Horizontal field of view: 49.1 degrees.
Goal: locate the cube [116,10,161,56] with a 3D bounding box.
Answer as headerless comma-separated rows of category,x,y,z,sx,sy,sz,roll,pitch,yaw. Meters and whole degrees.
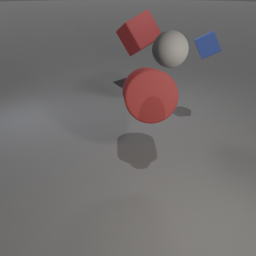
cube,0.518,-4.529,13.469,1.400,1.400,1.400,-36,13,-17

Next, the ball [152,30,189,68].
ball,0.819,-1.529,5.438,0.700,0.700,0.700,0,28,0

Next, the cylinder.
cylinder,0.572,-0.954,7.815,1.400,1.400,1.400,-2,15,-3

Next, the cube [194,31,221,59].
cube,2.791,-2.918,9.841,0.700,0.700,0.700,-21,14,20
